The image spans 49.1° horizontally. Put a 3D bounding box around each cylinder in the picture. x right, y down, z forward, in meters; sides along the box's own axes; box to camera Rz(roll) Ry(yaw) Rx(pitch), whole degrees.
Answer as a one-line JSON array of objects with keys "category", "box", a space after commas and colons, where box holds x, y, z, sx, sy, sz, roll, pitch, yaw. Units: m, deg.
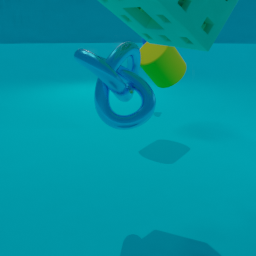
[{"category": "cylinder", "box": [0.892, -1.739, 7.428, 0.993, 0.993, 0.993, 23, -15, 49]}]

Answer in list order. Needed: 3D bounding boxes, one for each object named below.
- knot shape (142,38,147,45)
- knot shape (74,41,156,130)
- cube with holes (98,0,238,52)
[{"category": "knot shape", "box": [0.872, -3.195, 10.784, 0.509, 1.102, 1.031, 20, 22, -44]}, {"category": "knot shape", "box": [-0.199, -0.691, 3.809, 0.597, 1.292, 1.209, -25, -40, 38]}, {"category": "cube with holes", "box": [0.546, -2.057, 3.710, 1.386, 1.386, 1.386, 28, 3, -36]}]
